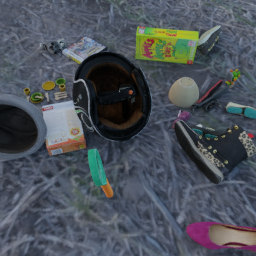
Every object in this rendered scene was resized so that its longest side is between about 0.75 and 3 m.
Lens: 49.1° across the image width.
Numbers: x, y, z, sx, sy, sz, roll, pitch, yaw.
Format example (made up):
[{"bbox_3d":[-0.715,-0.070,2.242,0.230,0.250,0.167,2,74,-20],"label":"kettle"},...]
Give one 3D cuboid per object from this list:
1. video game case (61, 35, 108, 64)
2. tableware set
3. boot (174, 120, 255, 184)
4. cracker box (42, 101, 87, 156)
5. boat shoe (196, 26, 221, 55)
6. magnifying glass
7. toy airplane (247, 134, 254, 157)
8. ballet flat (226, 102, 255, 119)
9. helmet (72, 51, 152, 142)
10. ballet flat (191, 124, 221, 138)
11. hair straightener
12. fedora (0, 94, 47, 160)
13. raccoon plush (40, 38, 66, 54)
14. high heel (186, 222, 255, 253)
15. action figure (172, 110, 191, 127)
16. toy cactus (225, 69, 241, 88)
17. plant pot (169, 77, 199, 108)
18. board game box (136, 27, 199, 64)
[{"bbox_3d":[-2.081,-3.753,13.475,1.496,0.211,1.655,34,60,23],"label":"video game case"},{"bbox_3d":[-3.472,-1.612,11.824,1.766,0.271,1.190,-13,54,-9],"label":"tableware set"},{"bbox_3d":[2.983,0.453,9.743,1.907,0.927,2.532,-29,62,-12],"label":"boot"},{"bbox_3d":[-2.392,-0.052,10.446,1.342,0.578,2.003,-12,55,-9],"label":"cracker box"},{"bbox_3d":[3.965,-4.262,13.565,2.391,0.852,0.720,-45,109,-38],"label":"boat shoe"},{"bbox_3d":[-0.711,1.369,7.700,0.261,2.333,0.929,-12,55,-1],"label":"magnifying glass"},{"bbox_3d":[4.157,0.530,10.233,1.213,0.223,1.213,-1,53,2],"label":"toy airplane"},{"bbox_3d":[4.579,-0.732,11.087,1.323,0.460,0.460,17,55,13],"label":"ballet flat"},{"bbox_3d":[-0.618,-1.103,9.809,2.901,2.901,2.765,-17,29,-13],"label":"helmet"},{"bbox_3d":[2.795,0.166,10.403,1.405,0.478,0.481,17,45,0],"label":"ballet flat"},{"bbox_3d":[3.425,-1.133,11.344,2.196,0.449,0.845,-36,61,-24],"label":"hair straightener"},{"bbox_3d":[-4.114,-0.169,9.834,2.724,2.409,1.230,-6,24,4],"label":"fedora"},{"bbox_3d":[-3.597,-4.104,13.557,1.222,0.591,0.819,30,51,21],"label":"raccoon plush"},{"bbox_3d":[2.900,2.939,7.825,2.402,1.155,0.810,7,53,5],"label":"high heel"},{"bbox_3d":[1.952,-0.312,10.630,0.923,0.618,0.687,-38,53,-21],"label":"action figure"},{"bbox_3d":[4.385,-2.021,11.814,0.478,0.772,0.935,27,57,19],"label":"toy cactus"},{"bbox_3d":[2.330,-1.570,11.435,1.255,0.843,1.255,0,54,0],"label":"plant pot"},{"bbox_3d":[1.720,-3.734,12.735,2.678,1.360,0.638,6,55,5],"label":"board game box"}]
